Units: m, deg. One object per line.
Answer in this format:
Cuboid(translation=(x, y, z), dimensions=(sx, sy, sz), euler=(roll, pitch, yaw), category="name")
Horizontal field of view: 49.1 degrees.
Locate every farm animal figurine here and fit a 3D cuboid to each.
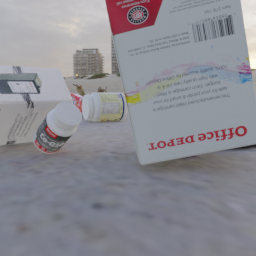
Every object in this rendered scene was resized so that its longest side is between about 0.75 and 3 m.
Cuboid(translation=(-1.957, -1.308, 13.576), dimensions=(1.867, 1.507, 0.939), euler=(3, -9, -7), category="farm animal figurine")

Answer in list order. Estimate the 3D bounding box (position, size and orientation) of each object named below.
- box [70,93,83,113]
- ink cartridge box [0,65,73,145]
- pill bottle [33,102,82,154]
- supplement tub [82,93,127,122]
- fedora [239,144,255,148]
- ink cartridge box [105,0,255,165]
Cuboid(translation=(-2.122, -1.065, 11.936), dimensions=(0.637, 0.588, 1.242), euler=(6, 14, -45), category="box")
Cuboid(translation=(-2.142, -0.345, 4.853), dimensions=(1.907, 0.801, 1.388), euler=(-6, -27, -40), category="ink cartridge box")
Cuboid(translation=(-1.072, 0.003, 4.253), dimensions=(0.479, 0.479, 0.842), euler=(-6, -26, -43), category="pill bottle")
Cuboid(translation=(-0.842, -0.751, 10.036), dimensions=(1.423, 1.031, 1.031), euler=(-3, 7, -24), category="supplement tub")
Cuboid(translation=(1.794, -0.161, 5.533), dimensions=(1.880, 0.858, 1.880), euler=(1, 8, 0), category="fedora")
Cuboid(translation=(0.700, -0.734, 3.852), dimensions=(1.492, 2.054, 1.485), euler=(-10, 6, 6), category="ink cartridge box")
